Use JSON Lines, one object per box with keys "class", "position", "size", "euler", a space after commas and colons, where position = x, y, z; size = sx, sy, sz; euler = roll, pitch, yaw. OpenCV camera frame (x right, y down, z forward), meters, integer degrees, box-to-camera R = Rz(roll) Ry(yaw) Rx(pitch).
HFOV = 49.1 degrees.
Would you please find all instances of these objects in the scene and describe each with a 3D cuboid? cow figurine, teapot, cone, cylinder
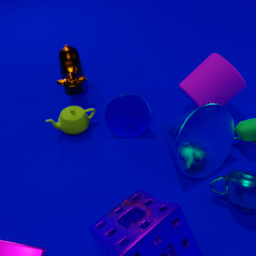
{"class": "cow figurine", "position": [-1.585, -1.628, 7.780], "size": [0.791, 1.441, 1.418], "euler": [-10, 6, -7]}
{"class": "teapot", "position": [2.875, 0.077, 6.410], "size": [1.072, 0.525, 0.667], "euler": [-13, 7, 29]}
{"class": "cone", "position": [-0.005, -0.470, 7.197], "size": [1.115, 1.115, 1.120], "euler": [0, 21, 0]}
{"class": "cone", "position": [1.251, 0.093, 6.510], "size": [1.629, 1.629, 1.635], "euler": [-25, 26, -22]}
{"class": "cylinder", "position": [2.088, -1.051, 7.008], "size": [1.155, 1.155, 1.155], "euler": [-43, 52, 11]}
{"class": "teapot", "position": [2.385, 1.252, 5.421], "size": [1.563, 0.765, 0.972], "euler": [10, 3, 16]}
{"class": "teapot", "position": [-1.382, -0.223, 6.886], "size": [1.244, 0.609, 0.773], "euler": [-19, 46, -21]}

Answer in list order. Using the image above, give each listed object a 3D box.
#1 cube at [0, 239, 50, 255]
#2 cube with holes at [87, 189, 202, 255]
{"class": "cube", "position": [-1.830, 2.440, 4.044], "size": [1.207, 1.207, 1.207], "euler": [8, 48, 7]}
{"class": "cube with holes", "position": [0.268, 1.832, 4.365], "size": [1.109, 1.109, 1.109], "euler": [-32, 16, -26]}
